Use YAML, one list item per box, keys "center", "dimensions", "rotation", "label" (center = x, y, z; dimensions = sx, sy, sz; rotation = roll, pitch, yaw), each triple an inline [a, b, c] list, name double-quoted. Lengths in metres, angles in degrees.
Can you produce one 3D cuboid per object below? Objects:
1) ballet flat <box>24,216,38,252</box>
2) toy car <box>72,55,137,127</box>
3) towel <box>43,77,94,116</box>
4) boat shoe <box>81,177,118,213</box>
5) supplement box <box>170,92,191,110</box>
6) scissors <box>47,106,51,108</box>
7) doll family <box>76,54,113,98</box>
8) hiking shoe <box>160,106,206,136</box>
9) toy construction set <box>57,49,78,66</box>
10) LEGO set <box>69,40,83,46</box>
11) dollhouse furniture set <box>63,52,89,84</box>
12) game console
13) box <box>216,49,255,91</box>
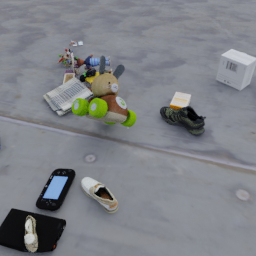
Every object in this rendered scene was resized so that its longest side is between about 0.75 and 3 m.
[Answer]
- center: [-2.637, 2.804, 7.502]
  dimensions: [0.339, 0.377, 1.000]
  rotation: [-17, 44, -8]
  label: "ballet flat"
- center: [-0.711, -1.417, 10.573]
  dimensions: [1.882, 2.385, 1.959]
  rotation: [7, -7, 42]
  label: "toy car"
- center: [-2.755, -1.490, 12.678]
  dimensions: [1.866, 0.322, 1.796]
  rotation: [-35, 52, -16]
  label: "towel"
- center: [-0.901, 1.978, 8.811]
  dimensions: [1.584, 0.542, 0.592]
  rotation: [31, 49, 31]
  label: "boat shoe"
- center: [2.321, -1.099, 12.464]
  dimensions: [0.712, 0.415, 1.129]
  rotation: [15, 43, 17]
  label: "supplement box"
- center: [-3.224, -1.118, 12.758]
  dimensions: [0.358, 0.068, 0.978]
  rotation: [26, 48, 24]
  label: "scissors"
- center: [-1.641, -2.665, 13.827]
  dimensions: [1.726, 1.172, 2.987]
  rotation: [-8, 37, -3]
  label: "doll family"
- center: [2.236, -0.567, 11.364]
  dimensions: [2.084, 1.049, 0.789]
  rotation: [27, 48, 28]
  label: "hiking shoe"
- center: [-3.448, -3.690, 15.278]
  dimensions: [1.172, 0.901, 0.978]
  rotation: [-31, 93, -53]
  label: "toy construction set"
- center: [-3.264, -5.342, 17.554]
  dimensions: [0.825, 0.202, 0.616]
  rotation: [-7, 38, -8]
  label: "LEGO set"
- center: [-2.635, -2.970, 13.991]
  dimensions: [1.393, 1.248, 1.758]
  rotation: [-2, 41, -3]
  label: "dollhouse furniture set"
- center: [-2.557, 2.337, 8.549]
  dimensions: [1.723, 0.352, 2.920]
  rotation: [8, 41, 9]
  label: "game console"
- center: [5.278, -2.856, 13.704]
  dimensions: [0.951, 1.455, 1.447]
  rotation: [-32, 50, -28]
  label: "box"
